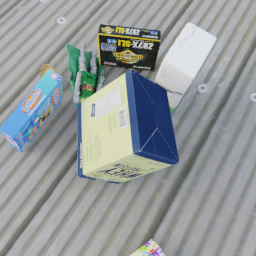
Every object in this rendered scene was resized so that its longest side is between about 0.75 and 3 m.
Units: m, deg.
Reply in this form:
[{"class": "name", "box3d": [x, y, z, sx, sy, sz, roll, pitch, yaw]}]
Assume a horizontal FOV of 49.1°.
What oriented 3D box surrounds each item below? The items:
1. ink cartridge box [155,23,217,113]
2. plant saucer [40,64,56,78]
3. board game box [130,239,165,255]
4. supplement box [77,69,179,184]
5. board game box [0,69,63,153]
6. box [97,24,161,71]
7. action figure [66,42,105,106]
[{"class": "ink cartridge box", "box3d": [1.462, -1.618, 8.104, 0.932, 2.209, 1.614, 30, 68, 4]}, {"class": "plant saucer", "box3d": [-2.564, -1.684, 9.124, 0.799, 0.799, 0.141, 43, 37, 18]}, {"class": "board game box", "box3d": [0.357, 3.280, 6.655, 1.096, 0.575, 0.565, -33, 97, -15]}, {"class": "supplement box", "box3d": [-0.110, 0.093, 7.217, 2.134, 1.434, 2.137, -26, 57, 37]}, {"class": "board game box", "box3d": [-2.614, -0.434, 7.886, 0.469, 1.584, 2.082, 32, 68, -1]}, {"class": "box", "box3d": [0.018, -2.510, 8.904, 1.891, 1.510, 0.467, 7, 65, -1]}, {"class": "action figure", "box3d": [-1.286, -1.477, 8.896, 1.489, 0.689, 2.520, 9, 68, -28]}]
